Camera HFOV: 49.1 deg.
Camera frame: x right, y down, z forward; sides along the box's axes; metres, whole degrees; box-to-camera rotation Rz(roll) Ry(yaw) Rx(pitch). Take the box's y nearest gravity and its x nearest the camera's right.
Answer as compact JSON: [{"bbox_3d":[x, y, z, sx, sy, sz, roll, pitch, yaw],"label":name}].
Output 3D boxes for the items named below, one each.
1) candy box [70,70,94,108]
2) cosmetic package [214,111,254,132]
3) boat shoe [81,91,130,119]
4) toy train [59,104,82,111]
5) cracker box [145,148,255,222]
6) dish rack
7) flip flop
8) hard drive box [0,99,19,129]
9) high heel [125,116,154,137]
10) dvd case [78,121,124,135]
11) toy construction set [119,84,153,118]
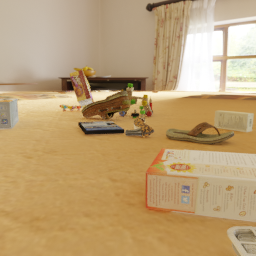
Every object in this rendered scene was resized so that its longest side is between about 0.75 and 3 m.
[{"bbox_3d":[-2.582,-2.105,16.264,0.809,1.672,2.865,-17,-6,-4],"label":"candy box"},{"bbox_3d":[4.158,-0.286,11.066,0.492,0.728,1.384,-7,14,-42],"label":"cosmetic package"},{"bbox_3d":[-1.150,-0.882,13.666,2.824,0.960,1.016,-20,-5,36],"label":"boat shoe"},{"bbox_3d":[-3.614,-1.249,17.663,1.357,0.377,1.019,4,9,4],"label":"toy train"},{"bbox_3d":[1.533,0.868,4.613,2.252,0.650,1.508,2,10,17],"label":"cracker box"},{"bbox_3d":[1.761,1.377,2.801,1.288,0.280,1.106,0,9,-1],"label":"dish rack"},{"bbox_3d":[2.278,0.102,9.061,2.175,0.626,0.882,6,11,30],"label":"flip flop"},{"bbox_3d":[-6.259,-0.608,11.715,2.900,1.114,2.260,-3,10,-15],"label":"hard drive box"},{"bbox_3d":[0.665,-0.074,10.128,1.051,0.526,1.474,-2,24,29],"label":"high heel"},{"bbox_3d":[-1.101,-0.024,10.904,1.448,0.178,2.029,-2,11,-17],"label":"dvd case"},{"bbox_3d":[0.607,-1.521,15.136,1.890,1.741,2.266,7,11,34],"label":"toy construction set"}]
